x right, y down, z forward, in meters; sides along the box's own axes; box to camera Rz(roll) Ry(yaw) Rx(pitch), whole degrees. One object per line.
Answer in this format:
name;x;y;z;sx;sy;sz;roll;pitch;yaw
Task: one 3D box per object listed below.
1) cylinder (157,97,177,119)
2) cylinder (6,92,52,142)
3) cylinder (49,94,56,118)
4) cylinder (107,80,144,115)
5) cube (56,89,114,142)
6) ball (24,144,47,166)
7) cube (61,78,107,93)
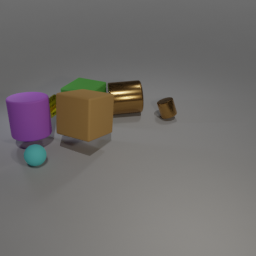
cylinder;1.645;-0.846;11.800;0.700;0.700;0.700;-18;20;7
cylinder;-3.461;-0.426;9.880;1.400;1.400;1.400;0;22;0
cylinder;-3.005;-0.871;11.172;0.700;0.700;0.700;23;54;33
cylinder;-0.137;-1.309;12.106;1.400;1.400;1.400;-6;31;-7
cube;-1.447;-0.486;9.521;1.400;1.400;1.400;12;18;28
ball;-3.006;0.881;9.077;0.700;0.700;0.700;0;31;0
cube;-1.827;-1.184;11.939;1.400;1.400;1.400;13;33;21
